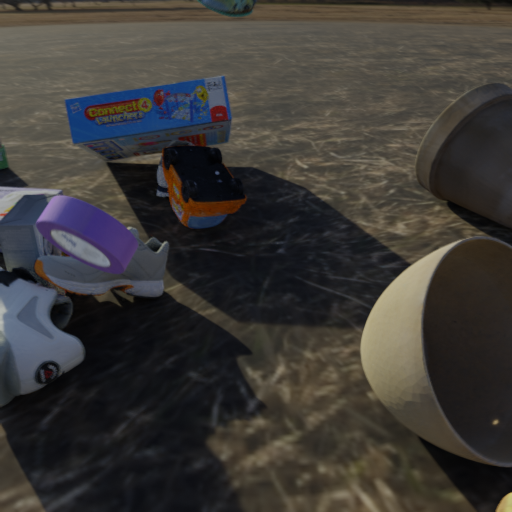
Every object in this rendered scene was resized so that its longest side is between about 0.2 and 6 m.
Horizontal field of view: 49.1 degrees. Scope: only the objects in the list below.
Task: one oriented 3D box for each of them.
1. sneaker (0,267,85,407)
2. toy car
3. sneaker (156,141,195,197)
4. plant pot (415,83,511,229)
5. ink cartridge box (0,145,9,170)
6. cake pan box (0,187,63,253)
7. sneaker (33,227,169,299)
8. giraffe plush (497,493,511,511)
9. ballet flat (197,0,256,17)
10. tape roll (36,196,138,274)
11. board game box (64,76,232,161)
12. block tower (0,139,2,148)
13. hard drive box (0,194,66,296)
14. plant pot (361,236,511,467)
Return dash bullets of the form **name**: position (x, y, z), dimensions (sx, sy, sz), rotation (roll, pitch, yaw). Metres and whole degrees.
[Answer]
- **sneaker**: position (-3.013, 0.696, 6.968), dimensions (1.238, 1.037, 2.798), rotation (-17, 41, -33)
- **toy car**: position (-1.870, -0.752, 9.309), dimensions (3.790, 1.261, 1.859), rotation (-24, 54, -39)
- **sneaker**: position (-1.493, -2.062, 12.103), dimensions (0.941, 0.992, 2.464), rotation (1, 26, 7)
- **plant pot**: position (4.504, -1.622, 10.237), dimensions (2.370, 2.370, 2.056), rotation (-15, 47, -26)
- **ink cartridge box**: position (-6.567, -2.206, 12.786), dimensions (0.980, 0.590, 1.348), rotation (21, 36, 33)
- **cake pan box**: position (-4.733, -0.693, 10.025), dimensions (2.011, 0.526, 1.852), rotation (4, 26, 7)
- **sneaker**: position (-2.013, 0.019, 7.540), dimensions (0.758, 0.921, 2.002), rotation (21, 9, 36)
- **giraffe plush**: position (2.326, 2.412, 3.249), dimensions (1.654, 2.040, 1.760), rotation (32, 32, -2)
- **ballet flat**: position (-0.773, -4.784, 9.437), dimensions (0.967, 0.967, 2.605), rotation (-14, 40, -24)
- **tape roll**: position (-1.287, -0.149, 4.284), dimensions (0.733, 0.733, 0.241), rotation (15, 66, 25)
- **board game box**: position (-2.124, -2.843, 12.047), dimensions (3.061, 0.874, 3.126), rotation (-10, 4, -4)
- **block tower**: position (-4.126, -1.547, 7.717), dimensions (0.793, 0.741, 2.744), rotation (-10, 24, -15)
- **hard drive box**: position (-3.048, -0.042, 7.858), dimensions (0.527, 1.373, 1.070), rotation (0, 29, 0)
- **plant pot**: position (1.886, 0.972, 5.688), dimensions (2.085, 2.085, 1.400), rotation (-21, 0, -34)
